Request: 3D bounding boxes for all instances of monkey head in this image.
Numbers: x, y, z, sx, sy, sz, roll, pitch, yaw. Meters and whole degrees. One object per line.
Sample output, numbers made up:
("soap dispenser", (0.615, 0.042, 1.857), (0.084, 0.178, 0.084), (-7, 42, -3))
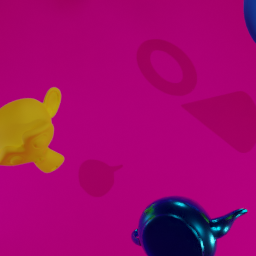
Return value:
("monkey head", (-1.557, 0.143, 4.416), (1.620, 1.165, 0.976), (-36, 49, 2))

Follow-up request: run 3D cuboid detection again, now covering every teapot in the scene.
("teapot", (0.600, 1.102, 3.057), (1.360, 0.666, 0.846), (-21, 91, 28))

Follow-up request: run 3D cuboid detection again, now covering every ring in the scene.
("ring", (2.486, -1.734, 3.691), (1.790, 0.358, 1.790), (7, 111, 19))
